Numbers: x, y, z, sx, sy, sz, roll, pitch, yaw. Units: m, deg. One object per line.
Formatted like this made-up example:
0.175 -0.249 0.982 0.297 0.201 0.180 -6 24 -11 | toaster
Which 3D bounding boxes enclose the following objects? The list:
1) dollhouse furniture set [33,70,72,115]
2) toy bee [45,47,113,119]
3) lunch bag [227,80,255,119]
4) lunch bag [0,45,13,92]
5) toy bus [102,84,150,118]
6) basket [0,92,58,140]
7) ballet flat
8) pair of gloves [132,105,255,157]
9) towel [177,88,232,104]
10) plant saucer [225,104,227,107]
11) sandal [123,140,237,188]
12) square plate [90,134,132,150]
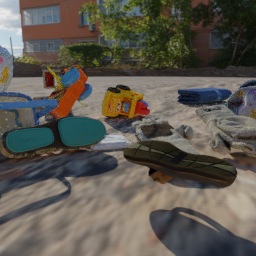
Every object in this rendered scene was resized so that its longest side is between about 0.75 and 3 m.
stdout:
-2.935 -1.409 10.728 1.110 1.585 1.117 -10 16 -38 | dollhouse furniture set
-1.804 -1.453 9.357 2.765 1.810 1.503 -36 33 -30 | toy bee
4.497 -0.860 8.914 1.822 1.366 2.148 -3 7 -17 | lunch bag
-4.154 -1.045 6.528 2.535 1.611 2.149 -39 -1 26 | lunch bag
-0.002 -0.782 9.693 1.462 1.033 1.522 22 22 19 | toy bus
-2.465 -0.223 5.915 1.488 1.174 1.687 -8 -14 -44 | basket
-1.535 0.197 5.802 2.141 0.726 0.806 -10 -9 -31 | ballet flat
1.449 0.192 5.763 2.645 0.464 2.249 -10 24 -15 | pair of gloves
3.757 -1.571 13.654 2.685 0.652 1.499 -9 15 -38 | towel
5.359 -1.095 12.108 2.171 0.390 2.171 0 13 0 | plant saucer
0.602 0.534 3.754 1.665 0.454 0.680 12 23 35 | sandal
-0.437 0.299 6.421 0.931 0.134 0.940 -4 14 -16 | square plate
